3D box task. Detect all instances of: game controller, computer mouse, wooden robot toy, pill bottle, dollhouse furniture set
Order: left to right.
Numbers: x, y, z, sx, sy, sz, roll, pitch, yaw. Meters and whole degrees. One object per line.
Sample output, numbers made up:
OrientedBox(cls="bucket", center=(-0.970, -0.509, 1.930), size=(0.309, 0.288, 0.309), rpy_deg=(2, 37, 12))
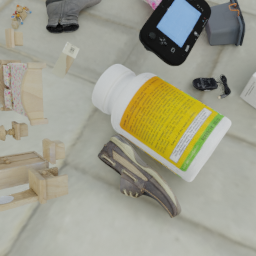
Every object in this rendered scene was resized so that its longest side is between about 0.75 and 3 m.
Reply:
OrientedBox(cls="dollhouse furniture set", center=(-1.465, -0.240, 3.286), size=(0.926, 1.897, 1.618), rpy_deg=(-9, 17, -36))
OrientedBox(cls="wooden robot toy", center=(-3.569, -3.752, 9.081), size=(0.473, 0.487, 1.073), rpy_deg=(16, 62, 8))
OrientedBox(cls="pill bottle", center=(0.657, -0.254, 6.471), size=(2.938, 1.631, 1.631), rpy_deg=(35, 66, 17))
OrientedBox(cls="game controller", center=(1.007, -2.130, 5.666), size=(1.043, 0.421, 2.000), rpy_deg=(32, 65, -2))
OrientedBox(cls="computer mouse", center=(2.311, -1.081, 7.766), size=(1.043, 0.240, 0.733), rpy_deg=(-10, 66, -11))

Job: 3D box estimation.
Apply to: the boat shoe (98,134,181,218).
OrientedBox(cls="boat shoe", center=(0.194, 1.164, 6.250), size=(0.848, 0.862, 2.313), rpy_deg=(-42, 62, -7))

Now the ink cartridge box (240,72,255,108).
OrientedBox(cls="ink cartridge box", center=(4.453, -0.829, 7.164), size=(1.693, 0.986, 2.341), rpy_deg=(-39, 68, -19))

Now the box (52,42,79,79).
OrientedBox(cls="box", center=(-1.383, -1.473, 6.159), size=(0.298, 0.768, 0.365), rpy_deg=(27, 54, -19))

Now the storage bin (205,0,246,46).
OrientedBox(cls="storage bin", center=(2.903, -3.217, 8.566), size=(0.955, 1.035, 1.423), rpy_deg=(-8, 61, 7))

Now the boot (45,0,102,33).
OrientedBox(cls="boot", center=(-1.678, -3.696, 9.031), size=(1.965, 0.686, 1.293), rpy_deg=(-15, 65, 4))

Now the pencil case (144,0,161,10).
OrientedBox(cls="pencil case", center=(1.271, -3.936, 8.868), size=(1.149, 1.149, 2.628), rpy_deg=(-23, 63, -12))
